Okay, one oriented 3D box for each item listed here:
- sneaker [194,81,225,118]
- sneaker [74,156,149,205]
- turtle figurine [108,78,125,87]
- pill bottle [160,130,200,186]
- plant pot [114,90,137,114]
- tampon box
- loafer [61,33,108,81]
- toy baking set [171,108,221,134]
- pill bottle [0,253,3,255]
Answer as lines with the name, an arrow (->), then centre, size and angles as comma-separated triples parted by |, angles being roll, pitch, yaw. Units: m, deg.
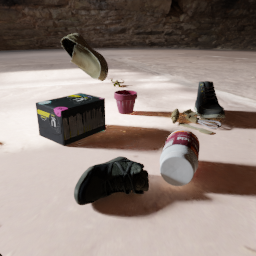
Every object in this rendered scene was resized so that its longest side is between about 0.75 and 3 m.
sneaker -> 3.466, -1.272, 12.133 | 0.996, 1.415, 2.664 | 0, 15, -4
sneaker -> -0.268, 1.254, 6.590 | 1.170, 0.781, 2.043 | 7, 15, 36
turtle figurine -> -0.790, -3.005, 18.674 | 1.140, 0.367, 0.919 | 10, 29, -6
pill bottle -> 1.409, 0.770, 7.575 | 0.996, 0.996, 1.744 | 5, 21, 14
plant pot -> -0.105, -1.179, 12.891 | 1.079, 0.965, 1.079 | 0, 20, 0
tampon box -> -2.059, -0.410, 10.337 | 1.545, 1.301, 2.061 | 16, 26, 37
loafer -> -1.915, -2.979, 11.942 | 0.968, 1.073, 2.836 | -20, 58, -42
toy baking set -> 2.825, -0.407, 11.742 | 2.073, 0.314, 2.701 | 6, 21, 16
pill bottle -> -2.298, 2.288, 4.304 | 0.439, 0.439, 0.759 | 5, 21, 14
